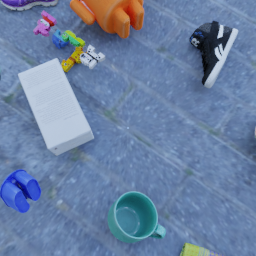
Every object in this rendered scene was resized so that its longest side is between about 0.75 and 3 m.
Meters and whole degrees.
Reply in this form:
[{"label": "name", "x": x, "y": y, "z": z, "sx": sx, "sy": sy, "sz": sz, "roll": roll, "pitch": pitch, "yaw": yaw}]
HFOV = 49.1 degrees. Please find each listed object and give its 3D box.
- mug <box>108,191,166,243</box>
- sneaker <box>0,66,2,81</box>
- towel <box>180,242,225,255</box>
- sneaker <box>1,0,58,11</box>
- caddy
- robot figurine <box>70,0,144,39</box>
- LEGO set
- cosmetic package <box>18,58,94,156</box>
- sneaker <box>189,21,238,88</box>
[{"label": "mug", "x": 0.123, "y": 2.362, "z": 6.991, "sx": 1.131, "sy": 0.851, "sz": 1.376, "roll": -21, "pitch": 70, "yaw": -33}, {"label": "sneaker", "x": -2.770, "y": -1.199, "z": 5.537, "sx": 1.426, "sy": 0.615, "sz": 0.553, "roll": 26, "pitch": 117, "yaw": 38}, {"label": "towel", "x": 2.418, "y": 4.186, "z": 6.783, "sx": 2.779, "sy": 0.316, "sz": 1.996, "roll": 20, "pitch": 74, "yaw": 6}, {"label": "sneaker", "x": -3.313, "y": -4.533, "z": 9.337, "sx": 1.932, "sy": 0.806, "sz": 0.779, "roll": -10, "pitch": 72, "yaw": -3}, {"label": "caddy", "x": -2.346, "y": 1.354, "z": 6.059, "sx": 0.536, "sy": 1.022, "sz": 0.722, "roll": 25, "pitch": 52, "yaw": 22}, {"label": "robot figurine", "x": -0.604, "y": -4.159, "z": 8.813, "sx": 2.002, "sy": 1.623, "sz": 2.783, "roll": -45, "pitch": 75, "yaw": 26}, {"label": "LEGO set", "x": -1.910, "y": -2.373, "z": 8.641, "sx": 2.337, "sy": 0.891, "sz": 0.959, "roll": 37, "pitch": 79, "yaw": 4}, {"label": "cosmetic package", "x": -2.046, "y": -0.607, "z": 8.027, "sx": 1.243, "sy": 0.873, "sz": 2.452, "roll": -24, "pitch": 74, "yaw": -8}, {"label": "sneaker", "x": 2.390, "y": -2.326, "z": 8.676, "sx": 1.302, "sy": 0.850, "sz": 2.327, "roll": 25, "pitch": 66, "yaw": 11}]
